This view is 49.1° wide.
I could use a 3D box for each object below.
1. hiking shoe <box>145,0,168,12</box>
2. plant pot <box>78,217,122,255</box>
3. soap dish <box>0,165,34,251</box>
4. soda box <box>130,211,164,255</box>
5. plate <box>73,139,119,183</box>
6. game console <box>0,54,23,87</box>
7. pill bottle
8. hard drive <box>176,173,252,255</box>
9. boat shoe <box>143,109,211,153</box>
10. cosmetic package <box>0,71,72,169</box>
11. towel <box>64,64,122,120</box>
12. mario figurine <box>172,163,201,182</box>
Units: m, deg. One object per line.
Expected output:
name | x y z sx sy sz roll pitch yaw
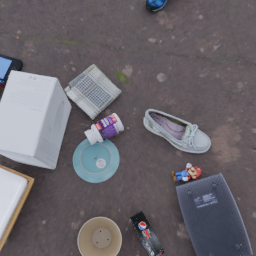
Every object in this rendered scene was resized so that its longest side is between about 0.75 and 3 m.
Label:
hiking shoe | 1.568 -5.948 11.991 0.846 0.986 2.274 42 77 11
plant pot | -0.878 3.606 9.126 1.366 0.917 1.366 0 73 0
soap dish | -4.502 2.546 9.398 1.969 1.017 2.503 20 75 6
soda box | 0.610 3.479 9.138 0.509 0.455 1.437 -26 56 -10
plate | -1.177 1.123 10.250 1.726 0.221 1.726 0 72 0
game console | -5.446 -2.352 10.789 2.033 1.207 1.752 17 74 5
pill bottle | -0.882 0.068 10.219 1.316 0.733 0.733 -30 75 -10
hard drive | 2.798 3.051 9.404 1.820 0.571 2.698 -17 74 0
boat shoe | 1.794 0.091 10.230 2.633 0.844 0.970 29 75 8
cosmetic package | -3.141 -0.133 9.408 1.556 2.524 2.532 9 73 2
towel | -1.380 -1.452 10.871 1.659 0.298 1.723 -44 81 -10
mario figurine | 2.087 1.566 9.955 1.017 0.539 0.628 -12 72 -2
